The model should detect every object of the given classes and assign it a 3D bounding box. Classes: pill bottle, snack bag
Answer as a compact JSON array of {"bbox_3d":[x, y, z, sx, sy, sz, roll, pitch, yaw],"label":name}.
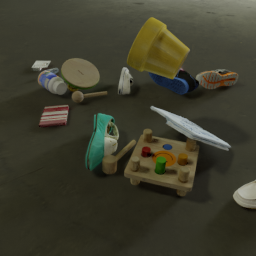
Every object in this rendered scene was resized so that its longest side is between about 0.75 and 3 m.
[{"bbox_3d":[-3.619,-2.158,13.537,1.500,0.841,0.841,30,45,35],"label":"pill bottle"},{"bbox_3d":[2.148,-0.016,10.032,2.315,0.263,2.456,15,17,-41],"label":"snack bag"}]

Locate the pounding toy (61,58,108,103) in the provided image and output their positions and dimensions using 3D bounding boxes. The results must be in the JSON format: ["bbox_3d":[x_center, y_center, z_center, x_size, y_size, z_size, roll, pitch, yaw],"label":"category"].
[{"bbox_3d":[-2.297,-2.144,13.604,1.833,1.102,2.374,-13,64,-30],"label":"pounding toy"}]

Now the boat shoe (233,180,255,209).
[{"bbox_3d":[4.187,1.665,8.217,2.347,0.814,0.831,-12,37,-16],"label":"boat shoe"}]

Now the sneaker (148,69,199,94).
[{"bbox_3d":[2.240,-2.565,14.087,1.122,1.010,2.881,-19,45,-33],"label":"sneaker"}]

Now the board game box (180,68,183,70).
[{"bbox_3d":[2.566,-3.232,15.571,0.829,0.219,1.084,-6,36,-8],"label":"board game box"}]

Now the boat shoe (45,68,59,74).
[{"bbox_3d":[-4.259,-3.000,15.212,1.030,0.371,0.319,-29,19,-39],"label":"boat shoe"}]

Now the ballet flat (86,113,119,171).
[{"bbox_3d":[-0.837,0.379,9.914,1.000,0.957,2.841,3,35,-1],"label":"ballet flat"}]

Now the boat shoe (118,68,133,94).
[{"bbox_3d":[-0.059,-2.343,13.921,0.674,0.738,2.052,7,36,1],"label":"boat shoe"}]

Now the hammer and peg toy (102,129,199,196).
[{"bbox_3d":[0.739,0.903,9.088,2.936,1.035,2.159,11,37,15],"label":"hammer and peg toy"}]

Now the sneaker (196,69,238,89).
[{"bbox_3d":[4.373,-2.539,14.122,2.293,0.898,0.886,-3,34,-21],"label":"sneaker"}]

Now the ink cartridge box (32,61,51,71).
[{"bbox_3d":[-4.949,-3.577,16.059,0.870,0.218,1.002,1,36,0],"label":"ink cartridge box"}]

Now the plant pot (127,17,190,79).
[{"bbox_3d":[1.107,-2.560,9.592,1.672,1.778,1.778,31,42,5],"label":"plant pot"}]

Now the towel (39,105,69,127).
[{"bbox_3d":[-3.100,-0.525,11.852,1.089,0.172,1.511,-5,34,-3],"label":"towel"}]
